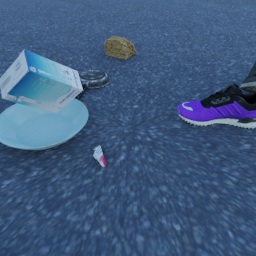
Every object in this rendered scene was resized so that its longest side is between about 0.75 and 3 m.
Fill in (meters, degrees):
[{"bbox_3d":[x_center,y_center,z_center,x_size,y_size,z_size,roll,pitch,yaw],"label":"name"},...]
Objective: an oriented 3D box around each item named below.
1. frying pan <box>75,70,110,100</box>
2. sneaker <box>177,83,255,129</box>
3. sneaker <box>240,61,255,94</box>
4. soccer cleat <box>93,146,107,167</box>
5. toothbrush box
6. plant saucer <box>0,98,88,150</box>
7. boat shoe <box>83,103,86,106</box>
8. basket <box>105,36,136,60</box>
[{"bbox_3d":[-1.824,-1.912,11.644,1.522,0.409,2.516,24,39,30],"label":"frying pan"},{"bbox_3d":[3.084,-0.855,9.267,2.823,1.404,0.981,3,37,3],"label":"sneaker"},{"bbox_3d":[4.652,-1.946,9.731,1.057,1.501,2.827,20,12,14],"label":"sneaker"},{"bbox_3d":[-0.810,0.839,7.976,0.348,0.282,0.806,-22,38,6],"label":"soccer cleat"},{"bbox_3d":[-2.169,-1.099,7.097,1.633,1.196,0.697,15,49,-49],"label":"toothbrush box"},{"bbox_3d":[-2.693,-0.104,8.940,2.903,0.559,2.903,0,37,0],"label":"plant saucer"},{"bbox_3d":[-1.764,-0.713,10.050,0.300,0.264,0.844,14,37,21],"label":"boat shoe"},{"bbox_3d":[-0.370,-4.169,14.169,1.358,0.969,1.012,21,42,26],"label":"basket"}]
